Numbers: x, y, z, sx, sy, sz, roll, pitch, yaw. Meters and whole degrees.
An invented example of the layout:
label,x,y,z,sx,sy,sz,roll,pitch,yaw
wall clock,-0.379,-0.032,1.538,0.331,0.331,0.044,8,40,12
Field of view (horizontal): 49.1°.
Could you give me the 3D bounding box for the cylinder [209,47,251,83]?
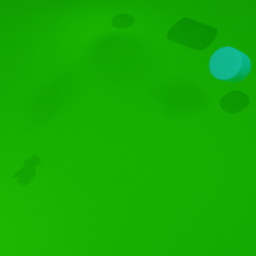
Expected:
label,x,y,z,sx,sy,sz,roll,pitch,yaw
cylinder,2.444,-1.495,6.701,0.757,0.757,0.757,-4,48,-51
